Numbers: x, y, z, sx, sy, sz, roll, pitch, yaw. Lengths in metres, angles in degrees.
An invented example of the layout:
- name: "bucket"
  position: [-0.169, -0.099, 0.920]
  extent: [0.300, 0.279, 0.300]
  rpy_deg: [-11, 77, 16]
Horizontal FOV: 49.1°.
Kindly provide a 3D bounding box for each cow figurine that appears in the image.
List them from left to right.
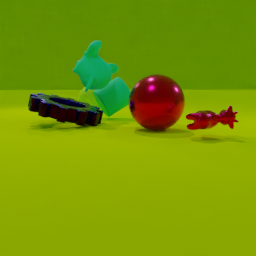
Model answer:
- name: "cow figurine"
  position: [1.754, -0.180, 5.791]
  extent: [0.871, 0.486, 0.885]
  rpy_deg: [-3, 5, 43]

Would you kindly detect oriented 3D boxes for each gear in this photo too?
- name: "gear"
  position: [-1.756, -0.546, 7.997]
  extent: [2.048, 0.379, 2.048]
  rpy_deg: [14, 11, -3]

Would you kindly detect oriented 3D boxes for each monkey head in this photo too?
- name: "monkey head"
  position: [-0.903, -1.785, 8.225]
  extent: [1.086, 1.296, 1.802]
  rpy_deg: [41, 40, 3]

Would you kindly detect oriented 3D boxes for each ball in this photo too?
- name: "ball"
  position: [-1.578, -1.271, 12.078]
  extent: [1.101, 1.101, 1.101]
  rpy_deg: [0, 8, 0]
- name: "ball"
  position: [0.701, -0.622, 6.886]
  extent: [1.378, 1.378, 1.378]
  rpy_deg: [0, 8, 0]

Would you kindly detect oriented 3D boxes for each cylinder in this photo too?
- name: "cylinder"
  position: [-0.504, -1.041, 9.446]
  extent: [0.994, 0.994, 0.994]
  rpy_deg: [-33, 17, -12]
